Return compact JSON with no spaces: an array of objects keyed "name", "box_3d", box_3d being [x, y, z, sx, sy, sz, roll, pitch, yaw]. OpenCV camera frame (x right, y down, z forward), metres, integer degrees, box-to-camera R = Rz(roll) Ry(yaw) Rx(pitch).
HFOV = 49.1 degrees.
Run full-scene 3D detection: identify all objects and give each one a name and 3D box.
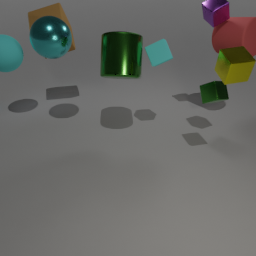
[{"name":"cube","box_3d":[1.069,-2.561,9.585,0.700,0.700,0.700,-21,8,17]},{"name":"cube","box_3d":[3.197,-4.259,10.194,0.700,0.700,0.700,-29,53,2]},{"name":"cylinder","box_3d":[4.182,-3.467,10.650,1.400,1.400,1.400,-19,28,-30]},{"name":"cube","box_3d":[-3.151,-4.015,11.644,1.400,1.400,1.400,-16,64,3]},{"name":"ball","box_3d":[-4.755,-2.851,10.741,1.400,1.400,1.400,0,30,0]},{"name":"cube","box_3d":[3.191,-1.317,10.379,0.700,0.700,0.700,-6,-4,-37]},{"name":"ball","box_3d":[-2.616,-3.066,9.519,1.400,1.400,1.400,0,30,0]},{"name":"cylinder","box_3d":[-0.221,-2.403,9.475,1.400,1.400,1.400,2,7,0]},{"name":"cube","box_3d":[2.869,-1.692,7.571,0.700,0.700,0.700,-10,50,-8]}]
